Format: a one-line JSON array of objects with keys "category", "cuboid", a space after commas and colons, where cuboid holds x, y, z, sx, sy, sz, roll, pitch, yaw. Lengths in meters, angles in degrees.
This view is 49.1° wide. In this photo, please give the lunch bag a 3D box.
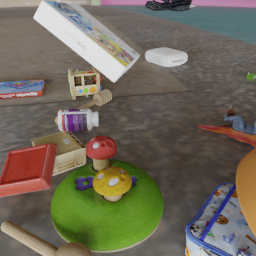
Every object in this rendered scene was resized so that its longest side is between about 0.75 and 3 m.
[{"category": "lunch bag", "cuboid": [1.756, 1.649, 4.529, 1.425, 0.672, 1.778, 19, 33, 34]}]

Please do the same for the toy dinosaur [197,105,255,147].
[{"category": "toy dinosaur", "cuboid": [3.182, 0.298, 7.258, 2.123, 1.115, 1.926, -29, 34, 16]}]

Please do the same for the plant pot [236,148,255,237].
[{"category": "plant pot", "cuboid": [3.153, 0.836, 3.850, 2.578, 1.805, 2.578, 14, 45, -15]}]

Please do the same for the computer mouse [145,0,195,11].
[{"category": "computer mouse", "cuboid": [1.620, -4.167, 8.339, 1.694, 0.645, 2.446, -8, -12, -14]}]

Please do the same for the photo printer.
[{"category": "photo printer", "cuboid": [1.977, -3.567, 14.089, 1.492, 0.623, 1.794, -19, 33, -31]}]

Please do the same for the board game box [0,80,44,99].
[{"category": "board game box", "cuboid": [-4.504, -1.440, 10.597, 2.518, 0.245, 1.296, -6, 31, -10]}]

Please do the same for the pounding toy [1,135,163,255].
[{"category": "pounding toy", "cuboid": [-0.592, 1.070, 4.919, 2.125, 1.278, 2.753, 22, 35, 35]}]

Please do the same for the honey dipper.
[{"category": "honey dipper", "cuboid": [-1.402, -0.655, 9.063, 0.443, 0.443, 2.333, 20, 38, 31]}]

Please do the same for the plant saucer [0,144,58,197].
[{"category": "plant saucer", "cuboid": [-2.154, 0.820, 5.922, 1.190, 0.218, 1.188, -12, 44, 7]}]

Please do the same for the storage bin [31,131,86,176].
[{"category": "storage bin", "cuboid": [-1.650, 0.569, 6.690, 1.013, 0.478, 1.020, -17, 32, -29]}]

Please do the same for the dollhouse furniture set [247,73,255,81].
[{"category": "dollhouse furniture set", "cuboid": [5.414, -2.296, 12.112, 0.384, 0.297, 0.768, 23, 36, 35]}]

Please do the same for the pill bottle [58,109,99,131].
[{"category": "pill bottle", "cuboid": [-1.406, -0.232, 7.991, 1.109, 0.624, 0.624, -2, 29, -4]}]

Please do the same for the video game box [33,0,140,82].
[{"category": "video game box", "cuboid": [-0.989, -2.569, 8.104, 2.653, 0.621, 2.417, 38, 22, -4]}]

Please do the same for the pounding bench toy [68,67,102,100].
[{"category": "pounding bench toy", "cuboid": [-1.633, -1.804, 10.582, 1.130, 0.900, 1.449, -8, 30, -15]}]
